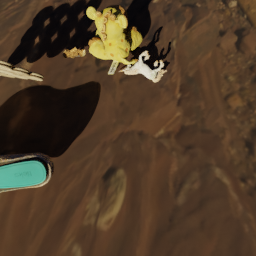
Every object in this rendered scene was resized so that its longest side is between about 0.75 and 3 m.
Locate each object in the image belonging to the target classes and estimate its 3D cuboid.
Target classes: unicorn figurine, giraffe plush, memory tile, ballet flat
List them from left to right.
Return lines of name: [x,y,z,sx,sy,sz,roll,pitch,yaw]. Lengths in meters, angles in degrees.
ballet flat: [-3.142,1.067,6.493,2.945,0.990,1.002,-2,100,-2]
memory tile: [-3.566,-1.621,7.604,2.219,1.700,0.186,10,90,24]
giraffe plush: [-0.500,-3.028,8.733,1.820,1.711,2.110,-4,54,6]
unicorn figurine: [0.482,-1.882,8.711,1.339,0.494,0.920,31,88,6]

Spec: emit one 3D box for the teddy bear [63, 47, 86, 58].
teddy bear: [-1.715,-2.416,8.972,0.751,0.545,0.251,-8,90,6]
